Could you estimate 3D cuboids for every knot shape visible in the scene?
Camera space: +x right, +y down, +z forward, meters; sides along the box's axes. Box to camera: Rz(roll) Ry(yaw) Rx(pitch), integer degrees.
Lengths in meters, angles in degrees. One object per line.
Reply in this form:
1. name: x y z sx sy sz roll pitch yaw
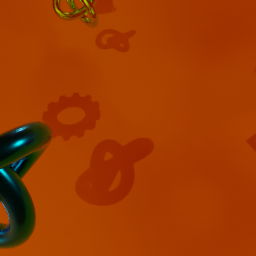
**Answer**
1. knot shape: -1.657 0.578 3.182 1.900 2.031 0.938 -39 49 -4
2. knot shape: -1.073 -2.782 6.444 1.166 1.091 0.539 -16 41 27
